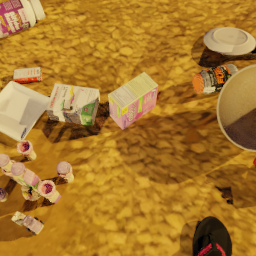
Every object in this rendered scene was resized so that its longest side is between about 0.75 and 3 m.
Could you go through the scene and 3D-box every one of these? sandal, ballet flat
[{"bbox_3d":[1.924,3.401,6.616,0.988,0.593,2.632,17,63,9],"label":"sandal"},{"bbox_3d":[4.325,-2.843,10.049,1.919,0.445,0.647,-5,60,-2],"label":"ballet flat"}]

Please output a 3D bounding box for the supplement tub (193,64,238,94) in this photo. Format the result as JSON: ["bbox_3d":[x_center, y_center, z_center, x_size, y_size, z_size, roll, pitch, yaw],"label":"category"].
[{"bbox_3d":[2.855,-1.574,9.166,1.326,0.812,0.812,-14,63,-7],"label":"supplement tub"}]

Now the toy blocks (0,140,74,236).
[{"bbox_3d":[-2.606,1.356,7.133,1.797,1.618,1.923,26,65,13],"label":"toy blocks"}]

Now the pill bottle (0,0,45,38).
[{"bbox_3d":[-4.156,-4.175,10.410,1.936,1.087,1.087,-26,65,-13],"label":"pill bottle"}]

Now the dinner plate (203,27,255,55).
[{"bbox_3d":[3.702,-3.247,10.175,1.852,0.225,1.852,-1,49,1],"label":"dinner plate"}]

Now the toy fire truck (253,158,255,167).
[{"bbox_3d":[4.421,1.219,7.661,1.212,0.419,1.719,-26,64,-32],"label":"toy fire truck"}]

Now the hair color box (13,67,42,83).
[{"bbox_3d":[-3.424,-1.807,9.597,0.883,0.270,0.448,-6,61,-2],"label":"hair color box"}]

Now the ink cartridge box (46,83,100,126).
[{"bbox_3d":[-1.708,-0.748,8.833,1.445,0.607,1.047,9,62,5],"label":"ink cartridge box"}]

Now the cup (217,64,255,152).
[{"bbox_3d":[4.008,-0.535,7.975,1.666,2.329,2.329,-1,55,-41],"label":"cup"}]

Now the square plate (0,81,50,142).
[{"bbox_3d":[-3.548,-0.547,8.937,1.711,0.246,1.728,24,64,13],"label":"square plate"}]

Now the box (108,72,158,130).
[{"bbox_3d":[0.162,-0.808,8.524,1.374,1.209,0.664,-34,67,-17],"label":"box"}]
